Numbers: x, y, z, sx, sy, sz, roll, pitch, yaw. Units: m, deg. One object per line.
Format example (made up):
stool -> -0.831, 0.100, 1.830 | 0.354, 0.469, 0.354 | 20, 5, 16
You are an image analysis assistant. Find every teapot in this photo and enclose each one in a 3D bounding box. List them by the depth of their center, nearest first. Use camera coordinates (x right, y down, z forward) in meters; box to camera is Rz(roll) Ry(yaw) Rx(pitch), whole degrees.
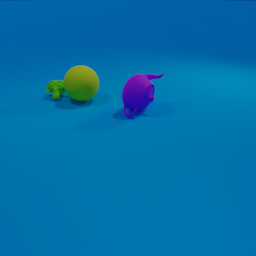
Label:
teapot -> 0.448, -1.153, 9.131 | 0.952, 1.209, 1.945 | 26, 72, 22

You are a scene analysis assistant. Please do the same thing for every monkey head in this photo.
monkey head -> -2.600, -1.392, 10.404 | 1.122, 0.807, 0.676 | -1, -12, 3

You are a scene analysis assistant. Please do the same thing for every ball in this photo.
ball -> -1.645, -1.577, 9.912 | 1.245, 1.245, 1.245 | 0, 27, 0
